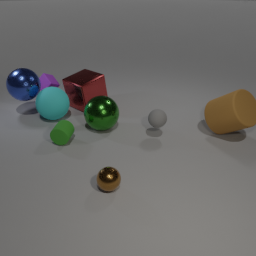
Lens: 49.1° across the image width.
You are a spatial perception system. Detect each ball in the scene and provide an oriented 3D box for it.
[{"bbox_3d":[-0.548,1.449,7.978,0.700,0.700,0.700,0,28,0],"label":"ball"},{"bbox_3d":[-4.449,-1.851,11.958,1.400,1.400,1.400,0,28,0],"label":"ball"},{"bbox_3d":[1.093,-0.355,10.368,0.700,0.700,0.700,0,28,0],"label":"ball"},{"bbox_3d":[-3.199,-1.046,11.911,1.400,1.400,1.400,0,28,0],"label":"ball"},{"bbox_3d":[-1.042,-0.586,11.087,1.400,1.400,1.400,0,28,0],"label":"ball"}]

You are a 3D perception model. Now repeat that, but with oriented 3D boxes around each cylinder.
[{"bbox_3d":[3.829,-0.571,10.398,1.400,1.400,1.400,-20,-1,-33],"label":"cylinder"},{"bbox_3d":[-2.406,0.162,10.280,0.700,0.700,0.700,4,31,8],"label":"cylinder"}]

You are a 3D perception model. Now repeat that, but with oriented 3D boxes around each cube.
[{"bbox_3d":[-1.950,-1.737,12.982,1.400,1.400,1.400,24,45,37],"label":"cube"},{"bbox_3d":[-3.916,-2.147,13.663,0.700,0.700,0.700,52,20,13],"label":"cube"}]
